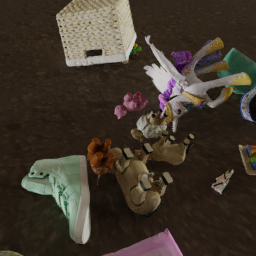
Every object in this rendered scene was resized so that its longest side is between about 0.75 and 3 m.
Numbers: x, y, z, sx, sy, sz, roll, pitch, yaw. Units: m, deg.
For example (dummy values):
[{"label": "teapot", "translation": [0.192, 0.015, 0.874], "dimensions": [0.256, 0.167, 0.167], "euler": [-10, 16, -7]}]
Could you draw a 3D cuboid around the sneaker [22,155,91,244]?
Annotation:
[{"label": "sneaker", "translation": [-1.558, 1.517, 6.064], "dimensions": [1.439, 0.898, 2.440], "euler": [-3, 29, -12]}]

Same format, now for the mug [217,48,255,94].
[{"label": "mug", "translation": [4.037, -1.836, 9.889], "dimensions": [1.838, 1.136, 1.510], "euler": [25, 25, -25]}]

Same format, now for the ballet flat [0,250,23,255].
[{"label": "ballet flat", "translation": [-1.623, 2.715, 4.664], "dimensions": [2.894, 0.975, 0.922], "euler": [20, 16, 19]}]

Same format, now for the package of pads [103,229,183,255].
[{"label": "package of pads", "translation": [0.496, 3.050, 4.108], "dimensions": [1.669, 1.048, 2.770], "euler": [-17, 42, -15]}]

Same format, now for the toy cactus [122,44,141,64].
[{"label": "toy cactus", "translation": [-0.199, -3.346, 12.185], "dimensions": [1.581, 0.808, 1.305], "euler": [12, 59, -25]}]

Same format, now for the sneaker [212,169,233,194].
[{"label": "sneaker", "translation": [2.338, 1.252, 6.889], "dimensions": [0.321, 0.296, 0.802], "euler": [25, 45, 30]}]

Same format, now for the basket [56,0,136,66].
[{"label": "basket", "translation": [-1.244, -4.143, 11.691], "dimensions": [2.664, 2.162, 2.688], "euler": [-2, 38, 14]}]

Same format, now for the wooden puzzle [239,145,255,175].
[{"label": "wooden puzzle", "translation": [3.635, 0.802, 7.450], "dimensions": [1.154, 0.267, 1.069], "euler": [4, 39, 5]}]

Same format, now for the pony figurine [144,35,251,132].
[{"label": "pony figurine", "translation": [1.783, -1.558, 8.706], "dimensions": [2.868, 2.388, 2.768], "euler": [-28, 71, 1]}]

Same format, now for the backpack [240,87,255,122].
[{"label": "backpack", "translation": [4.047, -0.751, 8.708], "dimensions": [1.142, 1.199, 0.924], "euler": [-26, 15, -18]}]

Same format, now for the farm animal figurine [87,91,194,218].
[{"label": "farm animal figurine", "translation": [0.239, 0.615, 6.977], "dimensions": [2.287, 1.424, 2.832], "euler": [31, 43, 7]}]
